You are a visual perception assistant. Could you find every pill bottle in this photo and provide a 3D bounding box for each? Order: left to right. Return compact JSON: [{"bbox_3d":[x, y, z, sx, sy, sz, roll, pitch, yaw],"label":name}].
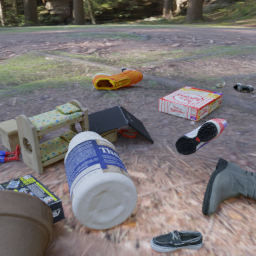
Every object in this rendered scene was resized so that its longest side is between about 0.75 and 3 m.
[{"bbox_3d":[-0.768,1.052,6.661,1.366,1.366,2.462,-8,27,-15],"label":"pill bottle"}]

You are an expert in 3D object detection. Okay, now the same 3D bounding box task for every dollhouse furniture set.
[{"bbox_3d":[-2.320,-0.272,9.120,2.612,1.642,2.953,23,34,39],"label":"dollhouse furniture set"}]

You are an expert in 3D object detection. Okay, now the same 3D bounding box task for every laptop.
[{"bbox_3d":[-0.315,-0.001,9.812,1.886,1.093,1.766,36,13,-25],"label":"laptop"}]

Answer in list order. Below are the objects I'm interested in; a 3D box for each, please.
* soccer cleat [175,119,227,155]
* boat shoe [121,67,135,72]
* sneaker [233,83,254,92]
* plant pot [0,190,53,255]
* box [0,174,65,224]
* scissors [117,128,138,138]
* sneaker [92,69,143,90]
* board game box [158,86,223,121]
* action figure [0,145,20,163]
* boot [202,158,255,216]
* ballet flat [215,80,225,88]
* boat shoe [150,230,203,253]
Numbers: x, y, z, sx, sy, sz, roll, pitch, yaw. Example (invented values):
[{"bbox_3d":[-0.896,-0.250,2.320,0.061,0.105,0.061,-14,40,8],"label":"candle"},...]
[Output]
[{"bbox_3d":[1.814,0.241,7.057,0.575,1.571,0.536,-18,74,-37],"label":"soccer cleat"},{"bbox_3d":[0.035,-3.589,17.648,0.960,0.355,0.290,4,64,-29],"label":"boat shoe"},{"bbox_3d":[5.845,-2.008,14.290,0.501,0.368,1.108,-17,26,-25],"label":"sneaker"},{"bbox_3d":[-2.049,2.152,4.210,1.913,1.913,1.668,-7,44,-14],"label":"plant pot"},{"bbox_3d":[-2.488,1.674,5.915,1.622,0.448,2.025,-16,17,-34],"label":"box"},{"bbox_3d":[-0.358,0.077,10.178,1.534,0.107,0.561,13,31,23],"label":"scissors"},{"bbox_3d":[-0.494,-2.403,14.689,2.693,0.983,1.039,-11,41,-6],"label":"sneaker"},{"bbox_3d":[2.740,-1.112,12.130,1.838,0.562,2.427,19,31,34],"label":"board game box"},{"bbox_3d":[-4.255,0.819,8.247,1.963,0.507,0.642,-9,34,-13],"label":"action figure"},{"bbox_3d":[2.633,1.476,6.655,1.369,0.710,2.096,19,32,23],"label":"boot"},{"bbox_3d":[5.052,-2.347,15.131,0.332,0.299,0.881,41,48,22],"label":"ballet flat"},{"bbox_3d":[0.957,2.163,5.507,1.043,0.370,0.376,-3,26,-6],"label":"boat shoe"}]
